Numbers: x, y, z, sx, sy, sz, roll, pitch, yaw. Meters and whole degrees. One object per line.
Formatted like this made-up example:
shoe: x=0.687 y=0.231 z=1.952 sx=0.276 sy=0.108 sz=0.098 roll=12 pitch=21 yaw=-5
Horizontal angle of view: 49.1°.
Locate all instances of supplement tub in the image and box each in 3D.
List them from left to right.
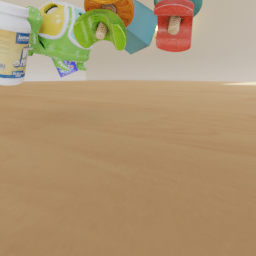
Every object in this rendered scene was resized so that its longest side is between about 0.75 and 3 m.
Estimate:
supplement tub: x=-2.963 y=-1.986 z=6.495 sx=1.259 sy=1.740 sz=1.259 roll=14 pitch=21 yaw=-5

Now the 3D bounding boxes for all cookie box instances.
cookie box: x=-2.532 y=-2.605 z=11.254 sx=0.789 sy=0.922 sz=0.346 roll=-24 pitch=16 yaw=-3

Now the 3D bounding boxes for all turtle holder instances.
turtle holder: x=-2.290 y=-2.981 z=8.758 sx=2.630 sy=1.868 sz=1.999 roll=3 pitch=23 yaw=-40

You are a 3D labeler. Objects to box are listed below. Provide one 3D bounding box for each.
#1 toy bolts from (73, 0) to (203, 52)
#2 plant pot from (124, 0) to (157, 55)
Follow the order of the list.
toy bolts: x=0.200 y=-2.357 z=4.635 sx=2.116 sy=1.467 sz=2.021 roll=9 pitch=-29 yaw=8
plant pot: x=-0.073 y=-3.533 z=9.323 sx=1.706 sy=1.205 sz=1.206 roll=27 pitch=-16 yaw=-27
